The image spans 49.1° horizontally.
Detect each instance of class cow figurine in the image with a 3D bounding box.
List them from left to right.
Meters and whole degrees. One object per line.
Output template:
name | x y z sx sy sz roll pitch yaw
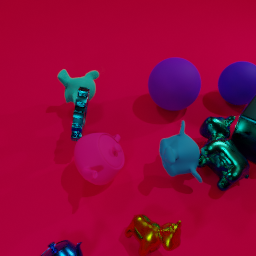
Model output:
cow figurine | 0.441 1.750 4.772 0.513 0.919 0.934 1 32 -48
cow figurine | 2.121 0.457 6.169 1.512 0.843 1.537 -28 65 -33

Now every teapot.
teapot | -1.089 2.099 4.512 1.162 0.569 0.722 -25 3 27
teapot | -0.540 0.599 5.726 0.874 1.109 1.784 -30 13 27

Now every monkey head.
monkey head | -1.290 -1.081 7.156 0.789 0.942 1.310 -1 47 32
monkey head | 1.068 0.516 5.656 0.802 0.957 1.330 -15 79 2

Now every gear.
gear | -1.061 -0.306 6.264 0.223 1.205 1.205 9 45 -6

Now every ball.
ball | 1.206 -1.139 7.319 1.369 1.369 1.369 0 45 0
ball | 3.021 -1.197 7.528 1.163 1.163 1.163 0 45 0

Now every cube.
cube | 3.130 0.048 6.313 1.147 1.147 1.147 29 52 26
